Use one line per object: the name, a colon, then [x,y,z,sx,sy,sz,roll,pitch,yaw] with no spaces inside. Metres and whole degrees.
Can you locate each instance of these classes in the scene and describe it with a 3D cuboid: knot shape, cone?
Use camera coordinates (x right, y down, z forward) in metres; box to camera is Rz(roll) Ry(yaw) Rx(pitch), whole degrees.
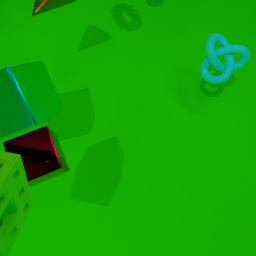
knot shape: [2.331,-1.808,7.010,1.223,0.565,1.144,-29,105,7]
cone: [-2.097,-3.281,7.167,1.147,1.147,1.151,35,83,17]

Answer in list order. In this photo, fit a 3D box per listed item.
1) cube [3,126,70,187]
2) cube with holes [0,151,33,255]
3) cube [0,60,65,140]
cube: [-1.472,0.486,4.598,0.721,0.721,0.721,-22,78,-6]
cube with holes: [-1.889,0.942,3.256,1.045,1.045,1.045,10,42,4]
cube: [-2.396,-0.608,6.097,1.248,1.248,1.248,-18,103,20]
